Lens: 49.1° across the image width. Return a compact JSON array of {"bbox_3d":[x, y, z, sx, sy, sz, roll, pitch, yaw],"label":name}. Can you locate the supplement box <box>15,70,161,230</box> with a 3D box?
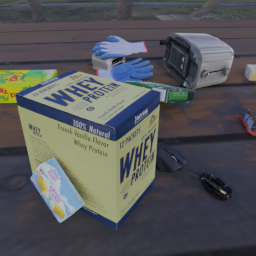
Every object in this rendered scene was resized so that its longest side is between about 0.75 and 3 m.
[{"bbox_3d":[-0.706,0.304,5.494,2.214,2.212,1.486,18,36,27],"label":"supplement box"}]

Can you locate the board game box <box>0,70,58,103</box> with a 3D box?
[{"bbox_3d":[-4.030,-1.476,9.850,2.880,0.686,1.463,-1,32,-2],"label":"board game box"}]

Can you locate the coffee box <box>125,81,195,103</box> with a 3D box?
[{"bbox_3d":[0.953,-1.173,8.971,1.248,0.447,2.031,-5,17,-37],"label":"coffee box"}]

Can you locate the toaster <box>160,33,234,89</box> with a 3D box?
[{"bbox_3d":[2.656,-2.731,10.946,1.892,1.664,2.929,-9,37,-21],"label":"toaster"}]

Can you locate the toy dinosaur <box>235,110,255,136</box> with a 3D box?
[{"bbox_3d":[3.498,-0.084,8.078,0.975,0.512,0.885,-26,20,54],"label":"toy dinosaur"}]

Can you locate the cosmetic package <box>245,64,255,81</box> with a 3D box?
[{"bbox_3d":[5.488,-2.217,11.268,1.325,0.471,0.697,3,32,4],"label":"cosmetic package"}]

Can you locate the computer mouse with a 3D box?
[{"bbox_3d":[1.292,0.884,6.314,2.298,0.391,0.674,27,39,35],"label":"computer mouse"}]

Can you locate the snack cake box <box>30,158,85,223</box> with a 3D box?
[{"bbox_3d":[-1.229,1.077,4.834,0.325,0.556,0.966,-27,75,-45],"label":"snack cake box"}]

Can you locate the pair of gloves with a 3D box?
[{"bbox_3d":[-0.239,-2.723,11.024,2.258,0.320,2.809,-6,57,-5],"label":"pair of gloves"}]

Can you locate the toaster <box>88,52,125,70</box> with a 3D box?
[{"bbox_3d":[-0.838,-2.894,11.975,1.028,0.904,1.592,24,39,30],"label":"toaster"}]
